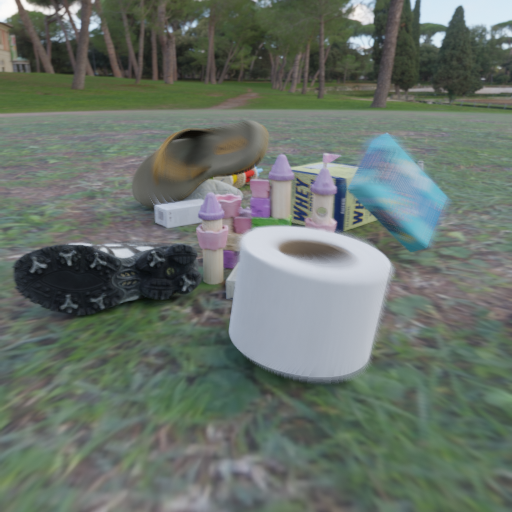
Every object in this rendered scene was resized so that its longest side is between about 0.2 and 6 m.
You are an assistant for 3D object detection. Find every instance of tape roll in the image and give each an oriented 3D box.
[{"bbox_3d":[0.552,0.438,6.109,1.606,1.103,1.606,7,19,-2],"label":"tape roll"}]

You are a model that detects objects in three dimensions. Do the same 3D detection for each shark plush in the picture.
[{"bbox_3d":[-1.561,-1.246,12.967,2.414,1.097,1.005,-16,-8,18],"label":"shark plush"}]

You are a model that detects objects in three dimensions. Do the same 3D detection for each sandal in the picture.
[{"bbox_3d":[-1.395,-2.081,11.802,3.526,1.416,0.952,-14,-22,32],"label":"sandal"}]

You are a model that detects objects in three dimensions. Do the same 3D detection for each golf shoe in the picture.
[{"bbox_3d":[-2.030,0.251,7.732,2.436,0.947,1.151,0,6,-20],"label":"golf shoe"}]

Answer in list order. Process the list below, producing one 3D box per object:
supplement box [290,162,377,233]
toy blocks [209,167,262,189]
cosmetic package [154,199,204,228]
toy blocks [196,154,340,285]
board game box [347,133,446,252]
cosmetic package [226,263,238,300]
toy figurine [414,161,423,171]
[{"bbox_3d":[1.580,-1.295,11.835,1.629,1.094,1.628,16,24,41],"label":"supplement box"},{"bbox_3d":[-0.763,-2.267,15.560,1.455,0.634,1.745,12,22,31],"label":"toy blocks"},{"bbox_3d":[-1.508,-0.901,11.769,1.114,0.397,0.565,-12,22,-33],"label":"cosmetic package"},{"bbox_3d":[0.273,-0.707,8.827,2.072,1.866,2.217,4,19,12],"label":"toy blocks"},{"bbox_3d":[2.411,-1.060,9.485,0.384,1.638,1.236,-23,30,55],"label":"board game box"},{"bbox_3d":[-0.144,0.358,8.105,0.433,0.293,0.824,4,19,11],"label":"cosmetic package"},{"bbox_3d":[4.535,-2.553,16.655,0.800,0.556,0.787,12,16,38],"label":"toy figurine"}]
